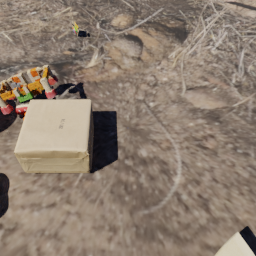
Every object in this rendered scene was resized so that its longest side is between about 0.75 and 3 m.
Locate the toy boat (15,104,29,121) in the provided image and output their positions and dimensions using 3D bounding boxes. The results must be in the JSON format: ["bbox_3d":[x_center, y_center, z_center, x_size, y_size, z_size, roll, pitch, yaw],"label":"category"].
[{"bbox_3d":[-2.893,-0.390,8.096,0.782,0.510,0.511,-6,73,25],"label":"toy boat"}]

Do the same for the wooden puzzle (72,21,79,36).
[{"bbox_3d":[-2.121,-3.977,11.214,0.094,0.807,0.545,-29,85,-13],"label":"wooden puzzle"}]

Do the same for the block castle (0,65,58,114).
[{"bbox_3d":[-2.871,-1.068,8.114,1.657,0.777,1.107,-19,39,4],"label":"block castle"}]

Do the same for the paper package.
[{"bbox_3d":[-1.776,0.186,7.198,1.753,0.951,1.839,0,47,-3],"label":"paper package"}]

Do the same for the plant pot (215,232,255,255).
[{"bbox_3d":[2.095,2.546,5.318,0.677,0.764,0.765,-36,52,6],"label":"plant pot"}]
